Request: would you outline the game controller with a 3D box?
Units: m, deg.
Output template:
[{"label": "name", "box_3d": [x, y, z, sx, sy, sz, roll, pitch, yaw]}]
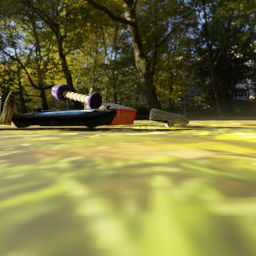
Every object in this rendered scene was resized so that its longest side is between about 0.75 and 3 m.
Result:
[{"label": "game controller", "box_3d": [-1.680, -0.292, 7.353, 2.691, 0.567, 1.404, -1, 3, 22]}]

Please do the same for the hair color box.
[{"label": "hair color box", "box_3d": [-0.639, -0.549, 10.725, 1.113, 0.672, 2.193, 18, 9, 26]}]

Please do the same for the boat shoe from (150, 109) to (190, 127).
[{"label": "boat shoe", "box_3d": [1.218, -0.224, 8.278, 1.208, 0.397, 0.435, 17, -19, -10]}]

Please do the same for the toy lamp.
[{"label": "toy lamp", "box_3d": [-1.693, -1.022, 8.905, 2.056, 0.599, 0.599, 17, 12, 37]}]

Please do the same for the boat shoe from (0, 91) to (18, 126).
[{"label": "boat shoe", "box_3d": [-3.406, -0.556, 8.124, 0.382, 1.035, 0.392, 17, 6, -27]}]

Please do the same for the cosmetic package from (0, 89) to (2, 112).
[{"label": "cosmetic package", "box_3d": [-4.290, -0.591, 7.033, 1.981, 1.024, 0.864, 5, -8, -19]}]
